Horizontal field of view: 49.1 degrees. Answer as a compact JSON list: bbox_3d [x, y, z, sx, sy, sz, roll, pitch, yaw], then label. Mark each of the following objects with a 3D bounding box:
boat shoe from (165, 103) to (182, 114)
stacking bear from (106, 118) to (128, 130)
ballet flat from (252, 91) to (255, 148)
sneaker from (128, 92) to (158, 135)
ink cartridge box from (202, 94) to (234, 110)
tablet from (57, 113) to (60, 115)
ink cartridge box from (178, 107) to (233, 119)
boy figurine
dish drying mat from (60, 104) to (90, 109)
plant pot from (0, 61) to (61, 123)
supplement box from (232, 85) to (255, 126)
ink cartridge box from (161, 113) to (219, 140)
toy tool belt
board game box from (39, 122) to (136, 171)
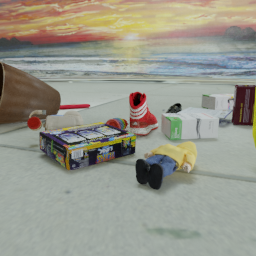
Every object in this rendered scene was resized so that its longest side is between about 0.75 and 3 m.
[{"bbox_3d":[2.145,-0.817,13.267,0.645,0.532,1.878,5,14,22],"label":"boat shoe"},{"bbox_3d":[-0.349,-0.090,10.169,0.637,0.597,1.050,6,9,22],"label":"stacking bear"},{"bbox_3d":[3.331,-0.271,6.767,0.678,2.031,0.681,4,-3,-2],"label":"ballet flat"},{"bbox_3d":[0.638,-0.676,10.572,0.994,1.465,2.536,2,13,10],"label":"sneaker"},{"bbox_3d":[5.227,-1.462,15.541,1.809,0.760,1.310,-4,14,-17],"label":"ink cartridge box"},{"bbox_3d":[-3.804,-0.632,13.522,0.606,0.064,0.931,4,13,19],"label":"tablet"},{"bbox_3d":[3.365,-0.517,12.228,2.023,0.411,2.019,7,15,28],"label":"ink cartridge box"},{"bbox_3d":[0.953,0.731,6.385,1.211,0.627,1.947,12,16,35],"label":"boy figurine"},{"bbox_3d":[-3.237,-1.189,15.682,2.136,0.194,0.820,-5,13,-19],"label":"dish drying mat"},{"bbox_3d":[-4.344,-1.244,11.915,2.657,2.483,2.483,10,4,-41],"label":"plant pot"},{"bbox_3d":[5.782,-0.887,11.201,2.947,1.604,0.897,4,15,16],"label":"supplement box"},{"bbox_3d":[2.111,-0.086,9.705,1.681,0.707,1.227,-2,13,-7],"label":"ink cartridge box"},{"bbox_3d":[-2.283,0.024,9.088,1.737,1.084,1.067,1,-19,-9],"label":"toy tool belt"},{"bbox_3d":[-1.107,0.411,7.704,2.079,0.590,1.719,-10,19,-38],"label":"board game box"}]
